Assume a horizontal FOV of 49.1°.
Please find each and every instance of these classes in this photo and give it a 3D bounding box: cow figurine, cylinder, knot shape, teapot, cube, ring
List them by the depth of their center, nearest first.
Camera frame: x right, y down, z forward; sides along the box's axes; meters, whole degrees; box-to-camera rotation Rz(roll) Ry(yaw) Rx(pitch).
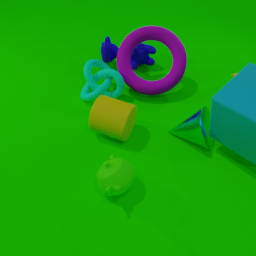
[{"bbox_3d":[-0.300,0.994,5.889,0.853,0.672,1.372,-27,24,12],"label":"teapot"},{"bbox_3d":[2.734,-0.287,6.023,1.358,1.358,1.358,-41,54,-19],"label":"cube"},{"bbox_3d":[-0.362,-0.247,7.014,0.939,0.939,0.939,18,49,13],"label":"cylinder"},{"bbox_3d":[-0.707,-1.307,8.096,1.262,0.623,1.349,15,80,12],"label":"knot shape"},{"bbox_3d":[0.688,-1.958,8.118,2.039,0.408,2.039,0,86,0],"label":"ring"},{"bbox_3d":[-0.067,-2.470,9.199,1.595,0.875,1.569,-18,38,-33],"label":"cow figurine"}]

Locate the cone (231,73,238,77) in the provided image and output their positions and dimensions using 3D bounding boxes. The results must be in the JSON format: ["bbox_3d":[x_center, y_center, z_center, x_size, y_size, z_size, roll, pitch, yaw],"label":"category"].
[{"bbox_3d":[3.504,-1.362,8.096,1.239,1.239,1.244,-28,40,-24],"label":"cone"}]

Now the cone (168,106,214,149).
[{"bbox_3d":[1.496,0.048,7.075,1.058,1.054,1.054,-7,40,31],"label":"cone"}]
